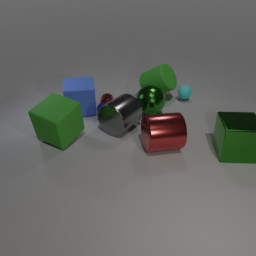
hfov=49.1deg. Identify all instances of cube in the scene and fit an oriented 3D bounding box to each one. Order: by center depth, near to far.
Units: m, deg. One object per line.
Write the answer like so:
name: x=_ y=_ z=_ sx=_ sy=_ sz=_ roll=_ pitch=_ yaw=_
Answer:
cube: x=4.040 y=0.327 z=10.335 sx=1.400 sy=1.400 sz=1.400 roll=1 pitch=31 yaw=2
cube: x=-2.728 y=-0.292 z=10.912 sx=1.400 sy=1.400 sz=1.400 roll=21 pitch=48 yaw=23
cube: x=-2.275 y=-1.476 z=13.190 sx=1.400 sy=1.400 sz=1.400 roll=-5 pitch=35 yaw=-9

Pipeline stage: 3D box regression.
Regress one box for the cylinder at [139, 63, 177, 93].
cylinder: x=1.541 y=-2.404 z=14.311 sx=1.400 sy=1.400 sz=1.400 roll=-18 pitch=16 yaw=39

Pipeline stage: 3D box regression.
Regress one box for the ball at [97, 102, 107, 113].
ball: x=-1.096 y=-0.857 z=12.994 sx=0.700 sy=0.700 sz=0.700 roll=0 pitch=31 yaw=0

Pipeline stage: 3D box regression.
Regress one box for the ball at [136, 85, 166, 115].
ball: x=1.043 y=-1.291 z=13.007 sx=1.400 sy=1.400 sz=1.400 roll=0 pitch=31 yaw=0

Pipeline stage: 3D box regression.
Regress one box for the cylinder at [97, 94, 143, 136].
cylinder: x=-0.330 y=-0.572 z=11.808 sx=1.400 sy=1.400 sz=1.400 roll=20 pitch=36 yaw=30

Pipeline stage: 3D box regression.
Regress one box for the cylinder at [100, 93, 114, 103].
cylinder: x=-1.008 y=-1.230 z=13.600 sx=0.700 sy=0.700 sz=0.700 roll=-2 pitch=31 yaw=-3

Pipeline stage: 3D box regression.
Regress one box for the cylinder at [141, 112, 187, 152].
cylinder: x=1.315 y=0.149 z=10.537 sx=1.400 sy=1.400 sz=1.400 roll=-5 pitch=31 yaw=-10

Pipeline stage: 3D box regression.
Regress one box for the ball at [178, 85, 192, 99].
ball: x=2.915 y=-1.850 z=14.394 sx=0.700 sy=0.700 sz=0.700 roll=0 pitch=31 yaw=0
